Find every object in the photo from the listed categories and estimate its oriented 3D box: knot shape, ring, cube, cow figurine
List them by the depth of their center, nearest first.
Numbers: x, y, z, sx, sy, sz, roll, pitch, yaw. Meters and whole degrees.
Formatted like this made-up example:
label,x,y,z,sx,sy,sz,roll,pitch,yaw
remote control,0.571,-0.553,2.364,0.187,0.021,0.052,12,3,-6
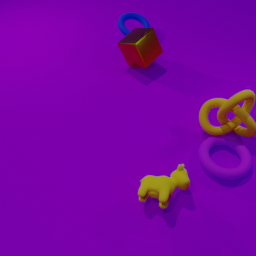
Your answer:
label,x,y,z,sx,sy,sz,roll,pitch,yaw
cow figurine,0.799,1.205,6.127,1.055,0.579,1.038,12,54,17
ring,2.407,0.706,6.957,1.299,0.260,1.299,1,48,-1
knot shape,2.690,-0.239,7.130,1.374,1.468,0.678,42,37,-20
cube,0.395,-2.560,8.935,0.904,0.904,0.904,-46,39,-19
ring,0.224,-3.714,10.160,1.204,0.241,1.204,6,63,-11
